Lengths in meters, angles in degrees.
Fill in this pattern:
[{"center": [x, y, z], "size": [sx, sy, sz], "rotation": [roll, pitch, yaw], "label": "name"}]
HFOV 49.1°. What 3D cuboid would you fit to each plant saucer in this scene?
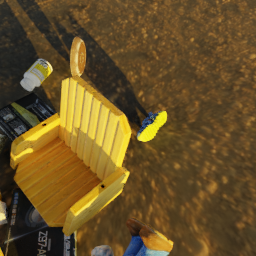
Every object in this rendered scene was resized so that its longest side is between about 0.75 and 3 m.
[{"center": [-1.687, -2.426, 9.681], "size": [0.226, 1.409, 1.409], "rotation": [7, 52, 3], "label": "plant saucer"}]

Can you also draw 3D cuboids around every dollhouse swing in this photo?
[{"center": [-1.442, 0.516, 6.276], "size": [2.290, 2.215, 2.520], "rotation": [-36, 62, -25], "label": "dollhouse swing"}]

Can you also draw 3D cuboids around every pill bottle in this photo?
[{"center": [-3.208, -1.834, 9.758], "size": [0.627, 0.627, 1.126], "rotation": [21, 58, 16], "label": "pill bottle"}]

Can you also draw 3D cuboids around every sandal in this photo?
[{"center": [0.646, -0.079, 8.520], "size": [0.555, 0.507, 1.275], "rotation": [17, 48, 37], "label": "sandal"}]

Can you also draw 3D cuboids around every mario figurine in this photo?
[{"center": [-0.453, 2.978, 5.022], "size": [1.538, 1.791, 2.901], "rotation": [26, 70, 21], "label": "mario figurine"}]

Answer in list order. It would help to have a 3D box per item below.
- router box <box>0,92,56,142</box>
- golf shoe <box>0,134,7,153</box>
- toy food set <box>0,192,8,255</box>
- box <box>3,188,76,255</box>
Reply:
[{"center": [-2.873, -0.107, 8.331], "size": [1.841, 0.481, 1.447], "rotation": [41, 56, 22], "label": "router box"}, {"center": [-4.146, 0.551, 7.136], "size": [1.148, 0.924, 2.360], "rotation": [30, 22, 4], "label": "golf shoe"}, {"center": [-3.307, 1.967, 6.220], "size": [1.005, 0.947, 2.105], "rotation": [-8, 37, -15], "label": "toy food set"}, {"center": [-2.013, 2.308, 6.618], "size": [1.547, 0.420, 1.931], "rotation": [-5, 51, -3], "label": "box"}]
